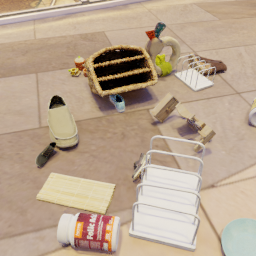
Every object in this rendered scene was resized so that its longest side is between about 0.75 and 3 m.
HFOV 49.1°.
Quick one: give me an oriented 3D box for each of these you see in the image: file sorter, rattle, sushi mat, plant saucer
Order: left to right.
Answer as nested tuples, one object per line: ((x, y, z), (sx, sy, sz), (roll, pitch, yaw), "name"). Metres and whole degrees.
((-1.557, 1.958, 8.568), (2.216, 0.134, 1.060), (9, 41, 10), "sushi mat")
((1.203, -3.999, 13.236), (1.912, 2.938, 2.098), (-34, 49, 17), "rattle")
((1.171, 1.677, 7.797), (1.762, 1.581, 2.540), (9, 43, 11), "file sorter")
((3.159, -2.660, 13.178), (1.137, 1.020, 1.638), (-19, 44, -21), "file sorter")
((3.176, 3.085, 7.143), (1.605, 0.309, 1.605), (1, 41, 0), "plant saucer")

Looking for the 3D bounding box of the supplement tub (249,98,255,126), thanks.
((5.344, -0.722, 10.997), (0.962, 0.962, 1.323), (18, 44, 19), "supplement tub")

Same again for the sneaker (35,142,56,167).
((-2.784, 0.853, 9.475), (0.352, 0.500, 0.942), (35, 41, -12), "sneaker")

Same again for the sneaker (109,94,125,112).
((-0.435, -1.264, 11.923), (0.505, 0.560, 1.366), (-16, 44, -19), "sneaker")

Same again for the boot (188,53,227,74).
((4.025, -3.327, 14.327), (1.461, 0.635, 1.756), (-9, 46, -17), "boot")

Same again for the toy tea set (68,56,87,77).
((-1.951, -3.052, 13.852), (1.908, 0.706, 1.134), (6, 42, 7), "toy tea set")

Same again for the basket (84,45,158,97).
((-0.341, -2.542, 11.877), (2.691, 1.920, 2.004), (-13, 14, -15), "basket")

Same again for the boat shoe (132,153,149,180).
((0.356, 1.231, 9.135), (0.368, 0.408, 1.135), (26, 46, 12), "boat shoe")

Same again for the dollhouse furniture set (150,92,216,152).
((2.120, -0.059, 10.354), (1.072, 1.255, 2.421), (-47, 48, 8), "dollhouse furniture set")

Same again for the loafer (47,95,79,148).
((-2.587, -0.316, 10.559), (1.020, 0.920, 2.695), (-17, 44, -18), "loafer")

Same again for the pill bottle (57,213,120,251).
((-0.990, 2.652, 7.219), (1.494, 0.853, 0.853), (4, 41, 5), "pill bottle")
